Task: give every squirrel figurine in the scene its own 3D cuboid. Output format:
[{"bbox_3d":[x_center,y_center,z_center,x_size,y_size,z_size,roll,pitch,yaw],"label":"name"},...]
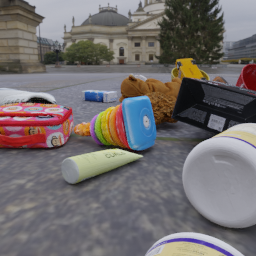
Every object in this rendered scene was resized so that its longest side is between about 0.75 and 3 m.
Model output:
[{"bbox_3d":[0.745,-0.958,8.863,1.953,1.481,2.093,20,28,-21],"label":"squirrel figurine"}]

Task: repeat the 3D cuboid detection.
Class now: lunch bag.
[{"bbox_3d":[-2.555,-0.017,7.040,2.169,0.889,1.911,0,18,1],"label":"lunch bag"}]

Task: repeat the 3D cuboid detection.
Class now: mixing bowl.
[{"bbox_3d":[4.286,-0.933,9.160,2.149,1.164,2.149,12,53,-16],"label":"mixing bowl"}]

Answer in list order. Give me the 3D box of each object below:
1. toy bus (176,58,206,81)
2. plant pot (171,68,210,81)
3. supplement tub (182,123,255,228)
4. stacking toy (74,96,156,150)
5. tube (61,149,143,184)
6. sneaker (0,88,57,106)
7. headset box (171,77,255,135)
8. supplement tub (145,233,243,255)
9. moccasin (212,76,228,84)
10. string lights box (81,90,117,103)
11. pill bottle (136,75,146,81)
[{"bbox_3d":[2.691,-1.959,11.877,0.796,0.958,2.447,-8,47,-6],"label":"toy bus"},{"bbox_3d":[2.926,-2.029,13.788,1.837,1.304,1.837,5,39,-4],"label":"plant pot"},{"bbox_3d":[1.593,0.551,3.901,1.137,1.137,1.565,11,17,38],"label":"supplement tub"},{"bbox_3d":[-0.482,-0.012,6.782,2.153,1.182,1.250,-7,5,31],"label":"stacking toy"},{"bbox_3d":[-0.460,0.608,5.276,1.721,0.447,0.499,-9,59,-52],"label":"tube"},{"bbox_3d":[-4.085,-0.964,10.443,2.882,1.053,1.020,-7,13,-27],"label":"sneaker"},{"bbox_3d":[2.676,-0.490,7.072,2.083,1.081,2.799,23,18,29],"label":"headset box"},{"bbox_3d":[0.276,1.255,1.488,0.897,0.897,1.234,6,15,25],"label":"supplement tub"},{"bbox_3d":[2.970,-0.969,9.785,1.037,0.982,2.686,-40,-8,9],"label":"moccasin"},{"bbox_3d":[-1.486,-1.650,14.484,1.666,0.491,0.856,8,15,29],"label":"string lights box"},{"bbox_3d":[0.616,-1.917,13.519,1.047,1.047,1.833,2,3,10],"label":"pill bottle"}]
